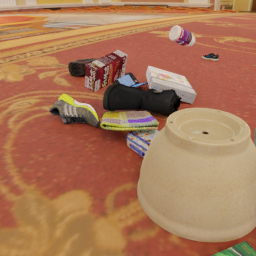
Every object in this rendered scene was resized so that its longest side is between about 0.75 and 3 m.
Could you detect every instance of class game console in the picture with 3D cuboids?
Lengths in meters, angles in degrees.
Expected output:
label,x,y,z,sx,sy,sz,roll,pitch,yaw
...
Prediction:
label,x,y,z,sx,sy,sz,roll,pitch,yaw
game console,0.142,-2.048,12.069,1.326,0.787,1.142,-26,75,-40

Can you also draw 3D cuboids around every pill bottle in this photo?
label,x,y,z,sx,sy,sz,roll,pitch,yaw
pill bottle,2.229,-3.705,11.412,1.076,0.605,0.605,11,18,-36

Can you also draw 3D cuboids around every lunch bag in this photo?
label,x,y,z,sx,sy,sz,roll,pitch,yaw
lunch bag,0.581,0.422,7.865,0.989,0.466,1.234,-21,34,-31

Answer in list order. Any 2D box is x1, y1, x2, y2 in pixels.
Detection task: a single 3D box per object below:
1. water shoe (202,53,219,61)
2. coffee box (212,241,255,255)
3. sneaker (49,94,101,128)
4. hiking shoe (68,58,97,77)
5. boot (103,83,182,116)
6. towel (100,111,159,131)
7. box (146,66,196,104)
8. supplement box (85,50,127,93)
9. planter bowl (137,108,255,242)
label,x,y,z,sx,sy,sz,roll,pitch,yaw
water shoe,4.970,-4.327,16.830,1.068,0.421,0.382,21,35,35
coffee box,1.689,2.322,4.485,1.152,0.253,0.708,-11,30,-20
sneaker,-1.748,-0.410,9.308,2.081,0.769,0.842,24,58,33
hiking shoe,-1.543,-3.064,13.796,2.721,1.031,1.370,11,33,22
boot,0.580,-0.961,9.657,2.075,0.943,2.470,13,14,27
towel,0.007,-0.263,8.696,1.708,0.271,2.378,0,11,-1
box,1.699,-1.838,11.603,1.784,0.471,2.288,15,25,-8
supplement box,-0.715,-1.904,9.268,0.479,0.855,1.572,33,48,22
planter bowl,1.558,0.693,5.904,2.709,1.823,2.709,0,29,0
